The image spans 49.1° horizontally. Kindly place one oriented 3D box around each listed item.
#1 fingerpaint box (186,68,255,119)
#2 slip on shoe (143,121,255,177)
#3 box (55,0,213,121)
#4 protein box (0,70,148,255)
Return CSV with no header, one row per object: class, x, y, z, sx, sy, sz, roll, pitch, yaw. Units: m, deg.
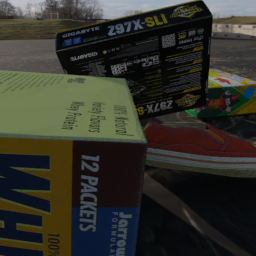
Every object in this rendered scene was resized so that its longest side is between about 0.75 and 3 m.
fingerpaint box,2.462,-1.161,8.720,2.077,0.913,2.489,-6,23,-16
slip on shoe,1.441,0.336,4.642,2.672,0.818,0.990,6,-16,14
box,0.239,-1.204,6.118,2.998,2.394,0.740,-13,51,2
protein box,-1.266,0.393,3.382,2.557,1.725,2.538,3,20,-6
